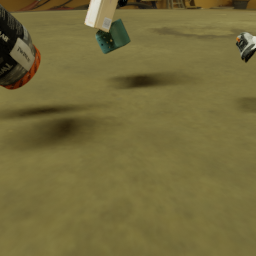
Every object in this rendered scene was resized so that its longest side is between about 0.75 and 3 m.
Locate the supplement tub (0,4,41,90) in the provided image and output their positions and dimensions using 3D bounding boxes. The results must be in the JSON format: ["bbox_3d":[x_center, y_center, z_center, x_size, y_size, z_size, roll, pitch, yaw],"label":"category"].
[{"bbox_3d":[-3.375,-2.106,6.190,1.710,2.791,1.710,-11,63,23],"label":"supplement tub"}]

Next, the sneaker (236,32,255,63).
[{"bbox_3d":[3.614,-2.521,8.638,0.666,0.621,1.681,33,37,2],"label":"sneaker"}]

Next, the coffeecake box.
[{"bbox_3d":[-1.010,-4.323,10.351,0.607,1.275,1.661,11,19,-25],"label":"coffeecake box"}]

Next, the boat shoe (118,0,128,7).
[{"bbox_3d":[-0.044,-5.028,9.977,1.114,0.909,2.648,-26,12,4],"label":"boat shoe"}]

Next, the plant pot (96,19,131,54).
[{"bbox_3d":[-0.649,-3.508,10.998,0.999,0.998,1.413,-18,24,21],"label":"plant pot"}]
